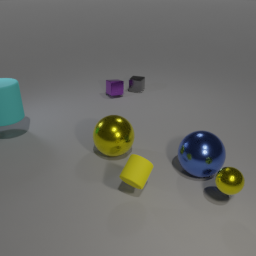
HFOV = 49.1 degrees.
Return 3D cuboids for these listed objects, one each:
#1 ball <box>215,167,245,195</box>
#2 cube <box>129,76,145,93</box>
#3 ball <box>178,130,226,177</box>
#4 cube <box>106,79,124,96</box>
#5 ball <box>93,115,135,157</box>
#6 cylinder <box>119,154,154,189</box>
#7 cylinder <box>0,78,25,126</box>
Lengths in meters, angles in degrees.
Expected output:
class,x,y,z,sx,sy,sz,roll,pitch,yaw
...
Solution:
class,x,y,z,sx,sy,sz,roll,pitch,yaw
ball,2.549,1.320,7.021,0.700,0.700,0.700,0,28,0
cube,0.475,-2.330,14.930,0.700,0.700,0.700,9,30,16
ball,2.204,0.773,8.424,1.400,1.400,1.400,0,28,0
cube,-0.674,-2.062,14.194,0.700,0.700,0.700,-8,20,-25
ball,-0.476,0.257,9.374,1.400,1.400,1.400,0,28,0
cylinder,0.228,1.171,7.511,0.700,0.700,0.700,18,68,30
cylinder,-4.617,-0.960,10.212,1.400,1.400,1.400,-1,26,1
